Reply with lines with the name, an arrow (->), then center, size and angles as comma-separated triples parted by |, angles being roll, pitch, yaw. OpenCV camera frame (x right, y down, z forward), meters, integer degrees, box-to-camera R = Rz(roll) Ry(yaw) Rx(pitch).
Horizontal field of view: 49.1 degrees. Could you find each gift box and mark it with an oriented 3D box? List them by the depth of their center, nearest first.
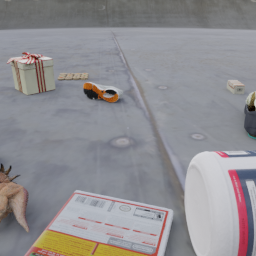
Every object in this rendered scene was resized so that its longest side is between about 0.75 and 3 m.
gift box -> -4.312, -2.470, 12.455 | 1.617, 1.637, 1.753 | 20, 30, 39

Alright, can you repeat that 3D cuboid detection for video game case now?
video game case -> -0.522, 1.991, 4.191 | 1.989, 0.243, 2.782 | 8, 25, 16

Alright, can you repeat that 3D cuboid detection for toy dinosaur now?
toy dinosaur -> -2.325, 1.247, 5.282 | 1.760, 0.756, 1.193 | 15, 25, 24

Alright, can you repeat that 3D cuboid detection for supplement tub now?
supplement tub -> 2.218, 1.173, 4.195 | 2.450, 1.719, 1.719 | -1, 24, -2

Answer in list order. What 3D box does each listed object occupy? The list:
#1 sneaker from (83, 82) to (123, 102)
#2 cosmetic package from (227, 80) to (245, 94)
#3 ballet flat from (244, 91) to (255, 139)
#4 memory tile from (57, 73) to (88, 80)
sneaker -> -1.020, -1.497, 11.653 | 1.783, 0.675, 0.820 | 20, 22, 22
cosmetic package -> 4.830, -1.838, 12.549 | 0.483, 0.408, 0.935 | -1, 24, -3
ballet flat -> 4.317, -0.640, 9.116 | 1.082, 1.082, 2.961 | 10, 26, 21
memory tile -> -2.911, -2.761, 14.951 | 1.588, 0.133, 1.217 | -2, 24, -3
